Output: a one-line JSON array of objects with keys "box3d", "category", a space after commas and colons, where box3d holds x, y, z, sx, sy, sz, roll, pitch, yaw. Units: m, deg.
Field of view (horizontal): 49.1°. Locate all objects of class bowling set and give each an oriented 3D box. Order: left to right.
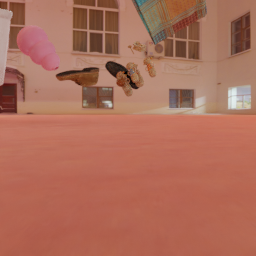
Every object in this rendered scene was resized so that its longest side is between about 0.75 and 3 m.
[{"box3d": [0.049, -2.343, 12.165, 2.123, 1.140, 1.477, -34, -21, 36], "category": "bowling set"}]

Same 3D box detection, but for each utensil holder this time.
[{"box3d": [-4.204, -2.326, 7.652, 1.759, 2.070, 1.759, 12, 16, -4], "category": "utensil holder"}]

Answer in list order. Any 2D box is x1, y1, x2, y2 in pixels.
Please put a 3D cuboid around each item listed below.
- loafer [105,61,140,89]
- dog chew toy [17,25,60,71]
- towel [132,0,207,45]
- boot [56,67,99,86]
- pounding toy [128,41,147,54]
[{"box3d": [-0.270, -2.615, 13.540, 2.105, 0.715, 0.739, 37, 8, 14], "category": "loafer"}, {"box3d": [-3.034, -2.705, 9.742, 1.077, 1.730, 1.077, -41, -5, -4], "category": "dog chew toy"}, {"box3d": [0.985, -2.958, 6.414, 1.628, 0.241, 2.220, -28, -27, 11], "category": "towel"}, {"box3d": [-1.813, -1.821, 10.362, 1.796, 0.678, 0.661, -16, 30, -39], "category": "boot"}, {"box3d": [0.463, -3.739, 13.149, 0.863, 0.495, 0.493, 27, 43, 26], "category": "pounding toy"}]
